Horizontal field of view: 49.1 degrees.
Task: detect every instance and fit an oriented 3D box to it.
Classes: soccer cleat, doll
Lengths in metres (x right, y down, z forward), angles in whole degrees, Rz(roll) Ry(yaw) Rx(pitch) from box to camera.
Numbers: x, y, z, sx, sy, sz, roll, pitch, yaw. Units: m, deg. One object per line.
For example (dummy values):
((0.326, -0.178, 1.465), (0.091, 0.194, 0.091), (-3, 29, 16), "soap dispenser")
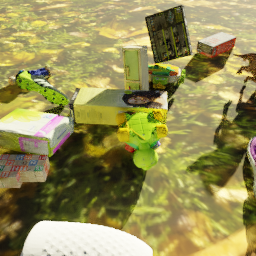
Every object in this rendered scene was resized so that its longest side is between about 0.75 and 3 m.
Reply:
((-2.765, -1.359, 9.359), (1.834, 0.619, 0.743), (25, 45, -11), "soccer cleat")
((-3.800, -1.998, 10.770), (1.578, 0.382, 1.076), (-20, 42, -24), "doll")

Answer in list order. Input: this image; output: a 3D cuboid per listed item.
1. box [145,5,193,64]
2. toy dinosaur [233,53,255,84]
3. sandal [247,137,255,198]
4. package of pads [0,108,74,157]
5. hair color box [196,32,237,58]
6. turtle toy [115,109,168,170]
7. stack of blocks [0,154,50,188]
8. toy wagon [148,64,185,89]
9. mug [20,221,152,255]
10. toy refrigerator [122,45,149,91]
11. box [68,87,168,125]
((1.546, -3.479, 10.584), (1.465, 1.829, 0.405), (-9, 11, 26), "box")
((4.767, -2.129, 10.062), (0.871, 2.029, 1.375), (-44, 11, -12), "toy dinosaur")
((3.593, 0.904, 6.981), (0.982, 0.593, 2.413), (9, 40, 10), "sandal")
((-2.667, 0.100, 7.797), (1.882, 0.642, 1.454), (9, 29, 12), "package of pads")
((4.095, -3.874, 12.967), (1.799, 0.551, 0.913), (-27, 46, -31), "hair color box")
((0.374, 0.272, 7.498), (1.335, 0.926, 1.831), (-5, 40, -2), "turtle toy")
((-2.710, 1.064, 6.941), (1.343, 0.393, 0.773), (0, 39, -1), "stack of blocks")
((1.276, -1.967, 10.458), (1.669, 0.426, 2.151), (6, 25, 8), "toy wagon")
((-0.582, 2.587, 4.293), (1.859, 1.565, 2.120), (2, 68, 4), "mug")
((0.261, -1.805, 9.295), (0.669, 1.761, 0.616), (10, 28, 26), "toy refrigerator")
((-0.273, -0.666, 8.817), (2.975, 0.746, 1.120), (2, 37, 3), "box")
